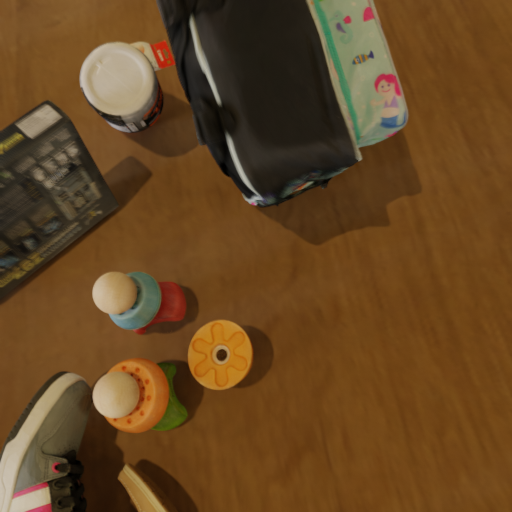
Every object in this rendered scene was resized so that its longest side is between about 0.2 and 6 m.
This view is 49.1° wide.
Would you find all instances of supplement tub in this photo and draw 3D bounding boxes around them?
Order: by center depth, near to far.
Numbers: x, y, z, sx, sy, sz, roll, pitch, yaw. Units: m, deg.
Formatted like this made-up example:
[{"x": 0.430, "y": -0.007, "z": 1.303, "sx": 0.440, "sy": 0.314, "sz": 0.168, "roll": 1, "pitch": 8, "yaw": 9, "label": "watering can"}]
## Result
[{"x": -2.028, "y": -2.540, "z": 8.751, "sx": 1.091, "sy": 1.780, "sz": 1.091, "roll": 0, "pitch": 94, "yaw": -5, "label": "supplement tub"}]

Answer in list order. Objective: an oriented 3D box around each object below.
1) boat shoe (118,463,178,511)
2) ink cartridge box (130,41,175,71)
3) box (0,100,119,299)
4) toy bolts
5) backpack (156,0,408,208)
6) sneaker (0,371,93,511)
[{"x": -1.223, "y": 3.413, "z": 6.908, "sx": 0.623, "sy": 0.664, "sz": 1.802, "roll": -40, "pitch": 68, "yaw": -13, "label": "boat shoe"}, {"x": -1.942, "y": -3.644, "z": 10.196, "sx": 0.772, "sy": 0.194, "sz": 0.626, "roll": -21, "pitch": 69, "yaw": -6, "label": "ink cartridge box"}, {"x": -3.374, "y": -0.667, "z": 7.889, "sx": 2.531, "sy": 1.996, "sz": 0.646, "roll": -42, "pitch": 62, "yaw": -16, "label": "box"}, {"x": -1.255, "y": 1.038, "z": 7.203, "sx": 1.966, "sy": 1.428, "sz": 2.059, "roll": -27, "pitch": 68, "yaw": 11, "label": "toy bolts"}, {"x": 0.241, "y": -2.366, "z": 7.668, "sx": 2.741, "sy": 3.640, "sz": 3.232, "roll": -19, "pitch": 91, "yaw": -6, "label": "backpack"}, {"x": -2.094, "y": 3.233, "z": 6.533, "sx": 2.058, "sy": 1.425, "sz": 3.409, "roll": 13, "pitch": 75, "yaw": 11, "label": "sneaker"}]
